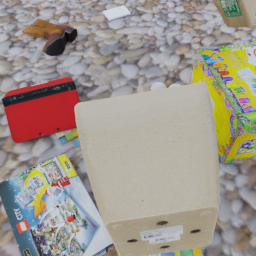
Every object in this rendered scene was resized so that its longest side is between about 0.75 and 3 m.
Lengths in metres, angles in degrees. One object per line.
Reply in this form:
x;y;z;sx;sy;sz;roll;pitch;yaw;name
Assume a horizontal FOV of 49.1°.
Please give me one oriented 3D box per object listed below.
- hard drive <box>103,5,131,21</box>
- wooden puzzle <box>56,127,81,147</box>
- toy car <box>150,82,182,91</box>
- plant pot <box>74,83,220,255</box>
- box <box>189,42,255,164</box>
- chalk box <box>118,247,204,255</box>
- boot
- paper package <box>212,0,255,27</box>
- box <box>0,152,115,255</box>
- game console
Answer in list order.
-0.488;-4.977;12.125;1.007;0.128;0.665;-23;57;-16;hard drive
-1.770;-0.121;8.594;1.050;0.124;1.770;-25;58;-17;wooden puzzle
1.191;-0.903;8.776;1.195;1.046;0.896;6;18;5;toy car
0.396;0.813;4.371;2.063;2.066;1.829;-9;49;2;plant pot
3.654;-0.871;8.105;2.815;1.783;2.923;-10;54;-7;box
0.568;2.596;5.718;1.584;1.576;2.546;-8;55;-6;chalk box
-3.262;-3.594;10.789;1.999;0.684;1.882;21;57;15;boot
2.406;-2.995;6.138;0.630;1.218;1.161;7;81;35;paper package
-1.783;2.090;6.738;1.873;0.517;2.743;-26;58;-18;box
-2.640;-0.668;8.874;2.197;1.304;1.893;-16;21;-11;game console
